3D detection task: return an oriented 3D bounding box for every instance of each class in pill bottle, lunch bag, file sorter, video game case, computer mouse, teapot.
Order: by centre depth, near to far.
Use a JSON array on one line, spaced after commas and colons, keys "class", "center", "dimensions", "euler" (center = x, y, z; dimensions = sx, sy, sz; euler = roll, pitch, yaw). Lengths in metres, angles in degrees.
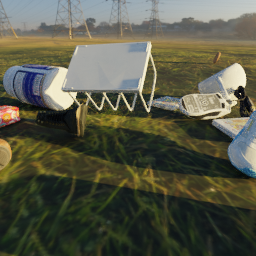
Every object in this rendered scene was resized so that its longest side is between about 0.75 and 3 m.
[{"class": "video game case", "center": [3.786, 0.016, 8.555], "dimensions": [1.797, 0.206, 1.635], "euler": [-4, 21, -11]}, {"class": "lunch bag", "center": [-4.385, -0.371, 9.227], "dimensions": [1.160, 0.539, 1.316], "euler": [8, 20, 34]}, {"class": "computer mouse", "center": [3.033, -0.774, 9.842], "dimensions": [2.672, 0.586, 1.465], "euler": [-5, 55, -5]}, {"class": "file sorter", "center": [-0.511, -1.672, 9.853], "dimensions": [2.754, 1.715, 1.911], "euler": [3, 64, 20]}, {"class": "pill bottle", "center": [-3.557, -1.693, 11.139], "dimensions": [2.818, 1.631, 1.631], "euler": [14, 24, 32]}, {"class": "teapot", "center": [3.889, -1.546, 11.187], "dimensions": [2.002, 1.462, 1.976], "euler": [-28, 0, -21]}, {"class": "video game case", "center": [1.686, -1.029, 11.497], "dimensions": [1.242, 0.156, 1.364], "euler": [17, 27, 40]}]

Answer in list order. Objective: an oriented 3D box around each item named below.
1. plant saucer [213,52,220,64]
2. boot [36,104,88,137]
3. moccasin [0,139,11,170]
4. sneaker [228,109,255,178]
[{"class": "plant saucer", "center": [7.504, -5.946, 23.764], "dimensions": [0.164, 1.018, 1.018], "euler": [24, 21, -3]}, {"class": "boot", "center": [-1.800, -0.220, 7.299], "dimensions": [1.380, 0.773, 1.995], "euler": [11, -15, -10]}, {"class": "moccasin", "center": [-3.913, 0.659, 5.818], "dimensions": [2.805, 1.026, 1.083], "euler": [-13, 31, -9]}, {"class": "sneaker", "center": [3.049, 0.136, 6.443], "dimensions": [0.947, 1.000, 2.476], "euler": [29, 46, 13]}]
